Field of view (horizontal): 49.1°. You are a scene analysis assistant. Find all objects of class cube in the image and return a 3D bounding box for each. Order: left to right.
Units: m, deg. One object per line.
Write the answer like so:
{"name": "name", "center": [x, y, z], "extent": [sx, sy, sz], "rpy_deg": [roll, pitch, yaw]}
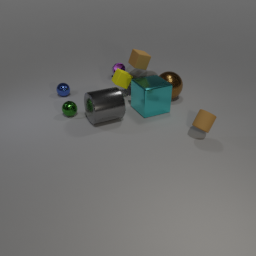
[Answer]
{"name": "cube", "center": [-0.300, -2.473, 14.016], "extent": [0.700, 0.700, 0.700], "rpy_deg": [17, 20, -29]}
{"name": "cube", "center": [0.548, -3.253, 13.294], "extent": [0.700, 0.700, 0.700], "rpy_deg": [2, 33, -33]}
{"name": "cube", "center": [1.055, -1.493, 12.972], "extent": [1.400, 1.400, 1.400], "rpy_deg": [-14, 34, -22]}

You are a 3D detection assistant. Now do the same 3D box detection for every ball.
{"name": "ball", "center": [-3.348, -1.992, 14.497], "extent": [0.700, 0.700, 0.700], "rpy_deg": [0, 31, 0]}
{"name": "ball", "center": [-2.632, -0.875, 12.629], "extent": [0.700, 0.700, 0.700], "rpy_deg": [0, 31, 0]}
{"name": "ball", "center": [2.041, -2.128, 14.034], "extent": [1.400, 1.400, 1.400], "rpy_deg": [0, 31, 0]}

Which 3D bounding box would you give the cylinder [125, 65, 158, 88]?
{"name": "cylinder", "center": [0.686, -2.594, 14.804], "extent": [1.400, 1.400, 1.400], "rpy_deg": [-15, 34, -23]}

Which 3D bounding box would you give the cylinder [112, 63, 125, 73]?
{"name": "cylinder", "center": [-0.555, -3.451, 16.454], "extent": [0.700, 0.700, 0.700], "rpy_deg": [-6, 11, -10]}

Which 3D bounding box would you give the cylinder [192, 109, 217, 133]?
{"name": "cylinder", "center": [2.944, -0.273, 10.821], "extent": [0.700, 0.700, 0.700], "rpy_deg": [27, 4, -2]}

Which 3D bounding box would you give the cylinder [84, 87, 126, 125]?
{"name": "cylinder", "center": [-1.019, -0.969, 12.086], "extent": [1.400, 1.400, 1.400], "rpy_deg": [-14, 34, -23]}
